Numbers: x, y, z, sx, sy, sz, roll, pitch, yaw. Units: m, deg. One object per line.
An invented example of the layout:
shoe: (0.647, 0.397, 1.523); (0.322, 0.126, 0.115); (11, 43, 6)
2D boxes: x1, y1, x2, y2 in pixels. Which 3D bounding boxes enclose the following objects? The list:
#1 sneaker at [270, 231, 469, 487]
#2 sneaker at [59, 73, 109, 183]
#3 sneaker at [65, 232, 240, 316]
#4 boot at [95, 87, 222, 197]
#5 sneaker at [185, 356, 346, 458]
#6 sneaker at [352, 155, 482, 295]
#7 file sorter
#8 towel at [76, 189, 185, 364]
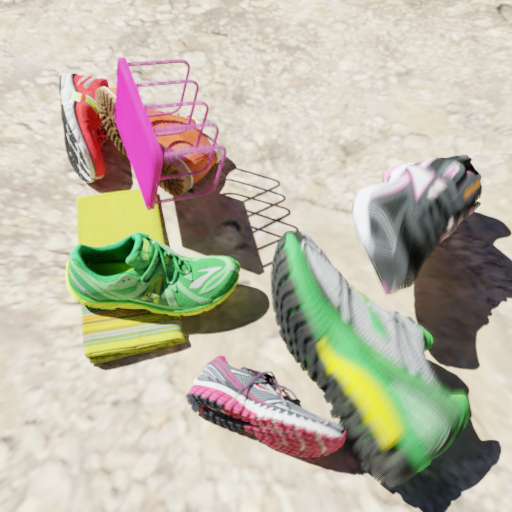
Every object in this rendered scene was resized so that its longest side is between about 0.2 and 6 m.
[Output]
sneaker: (1.228, 1.014, 6.942); (1.414, 1.295, 3.320); (-22, 63, -19)
sneaker: (-2.818, -2.384, 9.833); (1.122, 1.017, 2.642); (-7, 53, -18)
sneaker: (-1.345, 0.229, 7.395); (2.318, 0.969, 0.859); (-1, 47, -8)
boot: (-1.662, -2.131, 9.528); (2.332, 0.875, 1.251); (44, 57, 6)
sneaker: (0.148, 1.737, 6.585); (1.920, 0.774, 0.717); (19, 51, 16)
sneaker: (2.285, -0.713, 7.512); (1.343, 1.250, 3.111); (-19, 22, 34)
file sorter: (-1.283, -1.836, 8.249); (1.126, 1.247, 1.795); (-13, 66, -23)
towel: (-1.927, 0.144, 8.241); (1.301, 0.273, 3.023); (-8, 50, -13)
